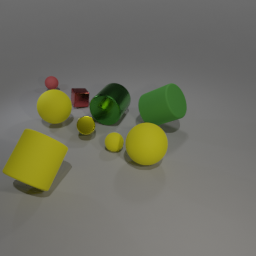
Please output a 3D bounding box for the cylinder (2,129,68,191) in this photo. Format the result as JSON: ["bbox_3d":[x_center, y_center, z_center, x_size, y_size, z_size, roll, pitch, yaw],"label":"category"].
[{"bbox_3d":[-2.689,0.936,8.233,1.400,1.400,1.400,16,73,25],"label":"cylinder"}]

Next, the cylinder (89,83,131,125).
[{"bbox_3d":[-0.746,-1.045,12.055,1.400,1.400,1.400,10,32,16],"label":"cylinder"}]

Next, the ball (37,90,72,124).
[{"bbox_3d":[-3.028,-0.878,11.544,1.400,1.400,1.400,0,31,0],"label":"ball"}]

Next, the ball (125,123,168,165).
[{"bbox_3d":[0.612,0.525,9.266,1.400,1.400,1.400,0,31,0],"label":"ball"}]

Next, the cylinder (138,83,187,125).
[{"bbox_3d":[1.368,-0.890,11.100,1.400,1.400,1.400,-17,15,41],"label":"cylinder"}]

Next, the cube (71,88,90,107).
[{"bbox_3d":[-2.280,-1.451,13.289,0.700,0.700,0.700,-4,28,-25],"label":"cube"}]

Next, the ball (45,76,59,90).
[{"bbox_3d":[-3.986,-2.356,14.621,0.700,0.700,0.700,0,31,0],"label":"ball"}]

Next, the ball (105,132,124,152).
[{"bbox_3d":[-0.501,0.510,10.196,0.700,0.700,0.700,0,31,0],"label":"ball"}]

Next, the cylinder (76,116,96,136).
[{"bbox_3d":[-1.609,-0.074,10.848,0.700,0.700,0.700,-3,-5,-5],"label":"cylinder"}]
